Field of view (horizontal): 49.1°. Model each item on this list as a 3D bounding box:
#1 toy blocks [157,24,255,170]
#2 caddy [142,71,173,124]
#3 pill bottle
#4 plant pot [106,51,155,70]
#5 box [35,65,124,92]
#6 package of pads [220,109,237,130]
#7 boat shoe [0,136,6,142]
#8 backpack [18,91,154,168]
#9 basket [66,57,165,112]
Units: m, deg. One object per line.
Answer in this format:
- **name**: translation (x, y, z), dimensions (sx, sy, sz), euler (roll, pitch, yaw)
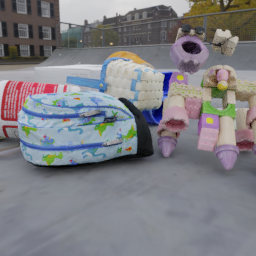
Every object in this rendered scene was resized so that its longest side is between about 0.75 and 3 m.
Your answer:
- **toy blocks**: translation (1.933, -0.207, 5.913), dimensions (2.541, 2.719, 2.289), euler (9, 57, 2)
- **caddy**: translation (1.123, -1.108, 10.111), dimensions (1.333, 1.795, 2.539), euler (3, 14, 35)
- **pill bottle**: translation (-2.707, -0.482, 7.634), dimensions (2.746, 1.541, 1.541), euler (4, 14, -10)
- **plant pot**: translation (0.216, -2.647, 14.579), dimensions (2.520, 2.520, 2.307), euler (-9, 19, -30)
- **box**: translation (-1.892, -1.696, 12.044), dimensions (2.908, 1.901, 2.893), euler (7, 16, 26)
- **package of pads**: translation (3.848, -0.307, 9.474), dimensions (1.520, 0.518, 1.175), euler (1, 16, -2)
- **boat shoe**: translation (-4.035, -0.019, 8.317), dimensions (0.611, 0.562, 1.709), euler (5, 27, -46)
- **backpack**: translation (-1.056, -0.002, 6.239), dimensions (2.619, 2.014, 2.137), euler (-19, 26, -14)
- **basket**: translation (-0.328, -1.243, 8.386), dimensions (2.430, 1.690, 2.142), euler (19, 17, 31)
